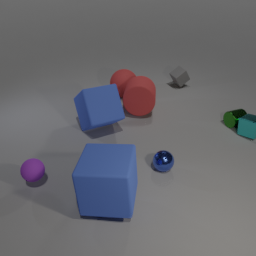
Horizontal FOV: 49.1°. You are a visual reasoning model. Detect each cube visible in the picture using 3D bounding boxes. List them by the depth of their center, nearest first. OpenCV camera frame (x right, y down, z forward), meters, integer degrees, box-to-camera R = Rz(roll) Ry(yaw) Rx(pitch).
[{"bbox_3d":[-0.531,1.366,7.461,1.400,1.400,1.400,1,30,8],"label":"cube"},{"bbox_3d":[4.798,-0.078,10.942,0.700,0.700,0.700,-22,30,-36],"label":"cube"},{"bbox_3d":[-1.152,-0.785,10.988,1.400,1.400,1.400,-14,-2,-25],"label":"cube"},{"bbox_3d":[2.781,-2.781,15.058,0.700,0.700,0.700,-39,42,1],"label":"cube"}]

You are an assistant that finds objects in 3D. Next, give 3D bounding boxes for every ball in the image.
[{"bbox_3d":[-2.832,1.255,8.330,0.700,0.700,0.700,0,31,0],"label":"ball"},{"bbox_3d":[1.158,1.074,9.140,0.700,0.700,0.700,0,31,0],"label":"ball"},{"bbox_3d":[-0.201,-2.228,13.972,1.400,1.400,1.400,0,31,0],"label":"ball"}]

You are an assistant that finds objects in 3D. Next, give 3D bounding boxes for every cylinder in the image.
[{"bbox_3d":[4.450,-0.402,11.595,0.700,0.700,0.700,-13,33,-20],"label":"cylinder"},{"bbox_3d":[0.527,-1.443,12.427,1.400,1.400,1.400,3,28,5],"label":"cylinder"}]
